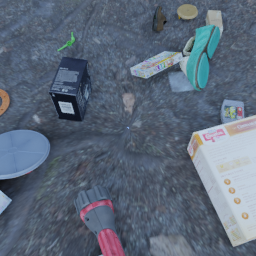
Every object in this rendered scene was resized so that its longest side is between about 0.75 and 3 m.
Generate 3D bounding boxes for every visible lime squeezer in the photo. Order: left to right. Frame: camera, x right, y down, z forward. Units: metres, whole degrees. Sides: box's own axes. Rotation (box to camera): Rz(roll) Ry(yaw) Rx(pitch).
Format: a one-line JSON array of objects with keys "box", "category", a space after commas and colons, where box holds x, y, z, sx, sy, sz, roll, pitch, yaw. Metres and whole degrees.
[{"box": [-2.216, -3.245, 10.469, 0.381, 0.204, 1.079, 21, 62, 12], "category": "lime squeezer"}]

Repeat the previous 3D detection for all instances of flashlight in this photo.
[{"box": [-0.412, 2.684, 6.381, 0.927, 0.930, 2.737, 5, 45, -40], "category": "flashlight"}]

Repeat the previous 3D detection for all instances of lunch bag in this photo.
[{"box": [-3.759, 1.857, 7.025, 1.236, 0.786, 1.048, 40, 63, -7], "category": "lunch bag"}]

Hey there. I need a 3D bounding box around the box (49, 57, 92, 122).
[{"box": [-1.681, -1.159, 8.507, 0.818, 1.369, 1.392, 7, 59, 4], "category": "box"}]

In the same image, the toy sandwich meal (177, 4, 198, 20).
[{"box": [2.382, -4.630, 11.264, 0.910, 0.312, 0.910, 0, 63, 1], "category": "toy sandwich meal"}]

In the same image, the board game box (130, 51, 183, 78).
[{"box": [0.950, -2.160, 9.460, 1.501, 0.257, 1.009, -30, 27, -17], "category": "board game box"}]

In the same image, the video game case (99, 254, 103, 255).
[{"box": [-1.033, 3.731, 6.257, 1.434, 0.165, 1.307, -16, 60, -8], "category": "video game case"}]

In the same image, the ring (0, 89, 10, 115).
[{"box": [-4.439, -0.760, 9.008, 1.262, 0.121, 1.262, 0, 59, 1], "category": "ring"}]

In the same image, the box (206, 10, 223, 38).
[{"box": [3.310, -3.987, 10.771, 0.530, 0.434, 1.117, 4, 58, 2], "category": "box"}]

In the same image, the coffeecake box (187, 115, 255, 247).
[{"box": [3.144, 1.226, 7.253, 2.168, 1.032, 2.825, -15, 60, -9], "category": "coffeecake box"}]

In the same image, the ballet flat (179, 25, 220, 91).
[{"box": [2.361, -2.401, 9.637, 1.049, 1.004, 2.981, 3, 54, 33], "category": "ballet flat"}]

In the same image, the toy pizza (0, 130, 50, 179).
[{"box": [-3.155, 0.735, 7.759, 1.976, 0.313, 1.976, -1, 37, 0], "category": "toy pizza"}]

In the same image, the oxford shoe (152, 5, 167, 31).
[{"box": [1.263, -4.268, 10.981, 0.528, 0.454, 1.251, 9, 67, -4], "category": "oxford shoe"}]

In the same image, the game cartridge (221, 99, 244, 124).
[{"box": [3.264, -0.436, 8.771, 0.691, 0.212, 1.038, 6, 59, 8], "category": "game cartridge"}]
